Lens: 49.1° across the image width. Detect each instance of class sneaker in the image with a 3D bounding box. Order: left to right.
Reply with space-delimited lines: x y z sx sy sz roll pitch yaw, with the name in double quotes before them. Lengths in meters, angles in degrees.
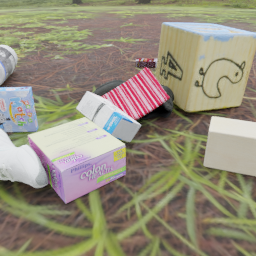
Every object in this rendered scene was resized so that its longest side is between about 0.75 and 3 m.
"sneaker" -2.905 0.884 6.622 2.827 0.994 1.133 17 39 40
"sneaker" 0.139 -0.901 9.659 2.988 1.135 1.356 -1 35 3

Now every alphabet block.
"alphabet block" 2.732 -2.368 10.447 2.588 2.649 2.602 -7 29 -21

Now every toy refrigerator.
"toy refrigerator" 3.433 0.541 6.964 2.842 1.079 0.994 9 30 17

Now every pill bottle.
"pill bottle" -6.043 -2.896 12.811 1.490 1.490 2.620 -2 29 -4

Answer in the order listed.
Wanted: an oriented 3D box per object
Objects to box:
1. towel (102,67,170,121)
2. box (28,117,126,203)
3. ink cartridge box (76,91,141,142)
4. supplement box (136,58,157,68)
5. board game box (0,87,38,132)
"towel" 0.056 -0.903 8.957 2.162 0.243 1.564 -32 56 5
"box" -1.260 0.668 6.899 1.655 0.910 1.882 -21 34 -33
"ink cartridge box" -0.552 -0.324 8.036 1.532 0.646 1.118 38 10 30
"supplement box" 0.999 -3.525 15.141 1.139 0.347 0.620 2 29 7
"board game box" -3.819 -0.538 8.589 1.858 1.406 0.340 -2 29 -3
